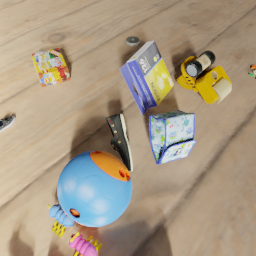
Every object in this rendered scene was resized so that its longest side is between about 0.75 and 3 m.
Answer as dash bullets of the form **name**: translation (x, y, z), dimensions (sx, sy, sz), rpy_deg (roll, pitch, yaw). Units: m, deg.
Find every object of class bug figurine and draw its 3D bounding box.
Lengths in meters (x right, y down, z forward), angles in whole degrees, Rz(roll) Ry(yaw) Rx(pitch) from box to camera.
- **bug figurine**: translation (-2.014, 3.365, 7.454), dimensions (2.190, 0.727, 2.824), rpy_deg (25, 52, 20)

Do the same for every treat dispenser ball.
- **treat dispenser ball**: translation (-0.933, 1.701, 7.999), dimensions (2.116, 2.116, 2.116), rpy_deg (0, 48, 0)

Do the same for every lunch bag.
- **lunch bag**: translation (1.511, 0.335, 9.453), dimensions (1.398, 1.644, 1.048), rpy_deg (-11, 19, -31)

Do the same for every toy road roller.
- **toy road roller**: translation (3.176, -2.059, 12.120), dimensions (1.387, 1.648, 2.258), rpy_deg (-38, 95, -29)

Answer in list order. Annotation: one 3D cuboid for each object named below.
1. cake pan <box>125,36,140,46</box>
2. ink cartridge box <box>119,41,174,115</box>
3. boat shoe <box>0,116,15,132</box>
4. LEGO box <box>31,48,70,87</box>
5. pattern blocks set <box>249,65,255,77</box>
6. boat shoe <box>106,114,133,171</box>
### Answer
- **cake pan**: translation (0.259, -4.673, 15.035), dimensions (0.820, 0.150, 0.820), rpy_deg (0, 48, 0)
- **ink cartridge box**: translation (0.861, -2.052, 11.402), dimensions (0.526, 2.211, 2.237), rpy_deg (-2, 38, 40)
- **boat shoe**: translation (-4.884, -0.181, 10.871), dimensions (0.382, 0.362, 1.093), rpy_deg (30, 55, 24)
- **LEGO box**: translation (-3.598, -2.833, 13.014), dimensions (1.345, 0.697, 1.806), rpy_deg (-18, 51, -15)
- **pattern blocks set**: translation (6.382, -2.614, 13.214), dimensions (1.400, 0.113, 1.231), rpy_deg (-19, 51, -16)
- **boat shoe**: translation (-0.268, 0.513, 9.460), dimensions (0.648, 0.757, 2.069), rpy_deg (-12, 71, -7)
